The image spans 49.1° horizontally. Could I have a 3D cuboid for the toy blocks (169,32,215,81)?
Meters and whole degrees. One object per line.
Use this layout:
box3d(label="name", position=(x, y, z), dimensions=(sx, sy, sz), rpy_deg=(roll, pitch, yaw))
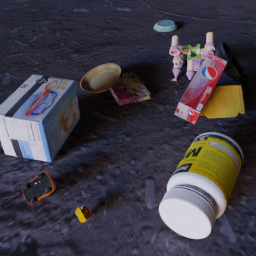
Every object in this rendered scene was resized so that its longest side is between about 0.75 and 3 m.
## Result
box3d(label="toy blocks", position=(3.361, -3.274, 14.261), dimensions=(2.219, 2.374, 1.999), rpy_deg=(0, 70, 18))

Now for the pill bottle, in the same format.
box3d(label="pill bottle", position=(2.097, 1.509, 7.866), dimensions=(1.641, 1.641, 2.871), rpy_deg=(20, 41, 23))

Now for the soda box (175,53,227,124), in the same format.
box3d(label="soda box", position=(2.865, -1.568, 10.916), dimensions=(0.884, 0.976, 2.789), rpy_deg=(29, 66, 12))

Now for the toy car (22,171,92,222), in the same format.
box3d(label="toy car", position=(-2.043, 2.175, 8.131), dimensions=(2.163, 1.061, 0.720), rpy_deg=(39, 6, 18))

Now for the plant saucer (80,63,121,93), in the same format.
box3d(label="plant saucer", position=(-1.247, -2.298, 13.356), dimensions=(2.086, 0.369, 2.086), rpy_deg=(-14, 43, 13))

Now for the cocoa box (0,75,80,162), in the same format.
box3d(label="cocoa box", position=(-3.116, -0.430, 10.159), dimensions=(1.819, 1.848, 2.771), rpy_deg=(9, 39, 11))

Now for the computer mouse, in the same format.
box3d(label="computer mouse", position=(4.821, -2.828, 13.277), dimensions=(0.692, 2.623, 1.817), rpy_deg=(-26, 18, 40))

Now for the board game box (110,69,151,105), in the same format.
box3d(label="board game box", position=(-0.113, -2.023, 13.423), dimensions=(1.552, 0.418, 2.586), rpy_deg=(-16, 41, -13))

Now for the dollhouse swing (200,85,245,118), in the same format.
box3d(label="dollhouse swing", position=(3.751, -1.143, 12.311), dimensions=(1.894, 1.665, 1.721), rpy_deg=(-3, 80, -4))

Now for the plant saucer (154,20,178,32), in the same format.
box3d(label="plant saucer", position=(2.706, -7.392, 20.132), dimensions=(1.732, 0.311, 1.732), rpy_deg=(-4, 41, 3))
